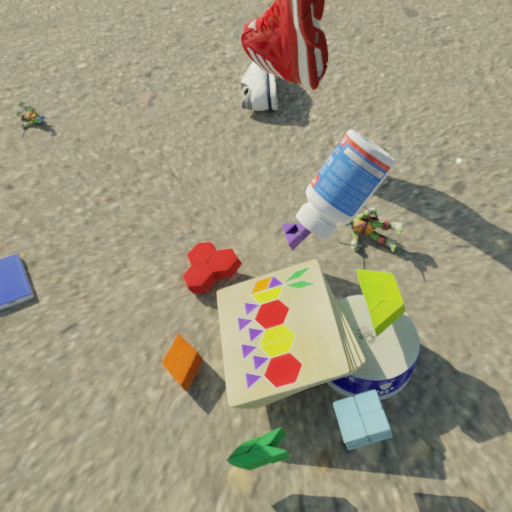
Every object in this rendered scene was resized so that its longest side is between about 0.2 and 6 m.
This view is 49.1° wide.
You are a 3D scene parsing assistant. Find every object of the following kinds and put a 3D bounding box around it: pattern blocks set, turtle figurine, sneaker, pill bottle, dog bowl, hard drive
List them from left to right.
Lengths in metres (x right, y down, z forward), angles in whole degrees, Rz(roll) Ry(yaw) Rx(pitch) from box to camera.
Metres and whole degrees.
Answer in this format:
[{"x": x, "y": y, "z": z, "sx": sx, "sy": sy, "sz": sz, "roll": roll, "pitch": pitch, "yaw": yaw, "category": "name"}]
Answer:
[{"x": -4.472, "y": 0.464, "z": 9.999, "sx": 0.708, "sy": 0.136, "sz": 1.074, "roll": -22, "pitch": 52, "yaw": -18, "category": "hard drive"}, {"x": -5.401, "y": -3.296, "z": 13.053, "sx": 0.724, "sy": 0.537, "sz": 0.746, "roll": 34, "pitch": 53, "yaw": 31, "category": "turtle figurine"}, {"x": 0.032, "y": -4.389, "z": 13.878, "sx": 0.882, "sy": 0.837, "sz": 2.190, "roll": -8, "pitch": 47, "yaw": 6, "category": "sneaker"}, {"x": 0.349, "y": -4.547, "z": 10.588, "sx": 1.744, "sy": 3.019, "sz": 1.183, "roll": 17, "pitch": 55, "yaw": 22, "category": "sneaker"}, {"x": 0.376, "y": 1.116, "z": 8.674, "sx": 3.790, "sy": 0.349, "sz": 4.312, "roll": -12, "pitch": 45, "yaw": 13, "category": "pattern blocks set"}, {"x": 0.827, "y": -0.660, "z": 5.385, "sx": 0.554, "sy": 0.987, "sz": 0.554, "roll": 31, "pitch": 20, "yaw": -13, "category": "pill bottle"}, {"x": 1.721, "y": 1.423, "z": 8.828, "sx": 1.601, "sy": 0.631, "sz": 1.601, "roll": 0, "pitch": 49, "yaw": 0, "category": "dog bowl"}, {"x": 2.102, "y": -0.446, "z": 10.383, "sx": 1.091, "sy": 1.125, "sz": 0.810, "roll": 17, "pitch": 84, "yaw": 9, "category": "turtle figurine"}]
